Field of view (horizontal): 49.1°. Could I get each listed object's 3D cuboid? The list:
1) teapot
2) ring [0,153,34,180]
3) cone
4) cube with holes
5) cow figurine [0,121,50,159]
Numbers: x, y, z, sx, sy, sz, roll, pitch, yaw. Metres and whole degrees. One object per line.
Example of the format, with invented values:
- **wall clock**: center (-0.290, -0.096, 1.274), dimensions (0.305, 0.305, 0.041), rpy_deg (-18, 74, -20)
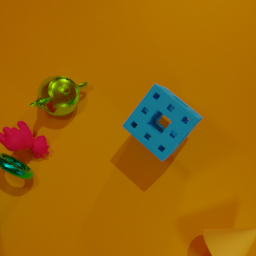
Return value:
- **teapot**: center (-1.883, -0.897, 7.635), dimensions (1.876, 0.919, 1.167), rpy_deg (-29, 97, -33)
- **ring**: center (-2.886, 0.959, 7.082), dimensions (1.089, 1.089, 0.218), rpy_deg (31, 84, 10)
- **cone**: center (2.481, 2.520, 6.268), dimensions (1.127, 1.122, 1.122), rpy_deg (-38, 73, 16)
- **cube with holes**: center (0.898, -0.158, 6.959), dimensions (1.272, 1.272, 1.272), rpy_deg (41, 105, 12)
- **cow figurine**: center (-2.634, 0.392, 7.228), dimensions (0.634, 1.155, 1.136), rpy_deg (-36, 93, 24)
